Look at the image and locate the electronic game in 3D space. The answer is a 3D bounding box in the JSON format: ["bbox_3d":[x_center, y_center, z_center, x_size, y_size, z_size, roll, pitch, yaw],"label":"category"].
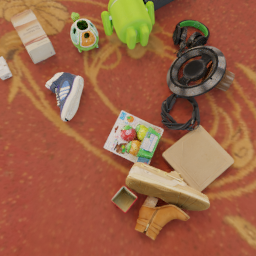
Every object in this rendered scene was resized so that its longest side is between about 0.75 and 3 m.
[{"bbox_3d":[2.677,-2.278,11.175,2.431,0.506,2.431,-18,54,26],"label":"electronic game"}]

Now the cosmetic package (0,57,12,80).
[{"bbox_3d":[-5.316,-2.528,11.862,0.465,0.339,0.915,-28,73,-10],"label":"cosmetic package"}]

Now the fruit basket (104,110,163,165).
[{"bbox_3d":[0.246,0.378,10.403,1.785,0.837,1.654,28,72,-5],"label":"fruit basket"}]

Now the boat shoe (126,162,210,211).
[{"bbox_3d":[1.462,1.965,9.798,2.998,1.105,1.037,21,50,-2],"label":"boat shoe"}]

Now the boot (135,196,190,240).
[{"bbox_3d":[1.141,3.191,9.556,1.666,0.639,1.293,21,68,11],"label":"boot"}]

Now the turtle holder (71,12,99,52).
[{"bbox_3d":[-1.879,-4.187,12.053,1.197,1.119,1.575,1,70,1],"label":"turtle holder"}]

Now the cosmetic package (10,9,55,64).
[{"bbox_3d":[-4.105,-3.964,12.091,1.055,0.891,2.041,-30,73,-11],"label":"cosmetic package"}]

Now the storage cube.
[{"bbox_3d":[-0.133,2.515,9.807,0.661,0.696,0.774,38,75,13],"label":"storage cube"}]

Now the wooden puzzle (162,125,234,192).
[{"bbox_3d":[2.620,1.134,10.523,2.080,0.387,1.924,-36,73,-17],"label":"wooden puzzle"}]

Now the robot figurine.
[{"bbox_3d":[0.076,-4.753,12.045,2.337,1.541,2.664,-17,71,-7],"label":"robot figurine"}]

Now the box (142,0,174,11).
[{"bbox_3d":[1.330,-6.723,13.047,2.688,1.060,1.897,-33,76,-12],"label":"box"}]

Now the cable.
[{"bbox_3d":[2.055,-0.688,11.137,1.527,0.476,1.872,-4,60,9],"label":"cable"}]

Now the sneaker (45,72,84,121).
[{"bbox_3d":[-2.720,-1.309,11.253,1.450,0.798,1.980,12,76,16],"label":"sneaker"}]

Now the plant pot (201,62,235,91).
[{"bbox_3d":[3.678,-2.039,11.376,1.027,1.038,1.038,25,72,1],"label":"plant pot"}]

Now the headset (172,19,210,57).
[{"bbox_3d":[2.610,-3.911,11.935,1.516,1.153,2.455,26,61,10],"label":"headset"}]
